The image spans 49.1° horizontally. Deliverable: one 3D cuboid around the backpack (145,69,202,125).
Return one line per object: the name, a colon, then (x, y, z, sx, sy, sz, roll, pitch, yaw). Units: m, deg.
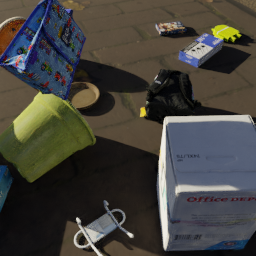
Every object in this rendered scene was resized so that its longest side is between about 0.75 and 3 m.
backpack: (1.288, -0.971, 8.671, 1.617, 1.227, 1.938, 15, 44, -2)

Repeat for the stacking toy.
stacking toy: (-3.728, -2.862, 10.798, 2.493, 1.822, 1.822, 43, 58, 13)

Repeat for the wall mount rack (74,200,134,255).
wall mount rack: (-0.533, 2.294, 6.256, 1.314, 0.490, 1.142, -28, 52, -24)

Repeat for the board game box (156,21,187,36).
board game box: (2.031, -4.728, 13.281, 1.263, 0.219, 0.856, -9, 46, -9)

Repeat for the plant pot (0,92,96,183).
plant pot: (-2.269, 0.282, 7.355, 2.124, 2.124, 1.952, 34, 66, 29)

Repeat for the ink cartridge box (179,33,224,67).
ink cartridge box: (3.082, -3.291, 11.730, 0.929, 0.437, 1.976, 33, 54, 27)

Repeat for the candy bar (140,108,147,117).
candy bar: (1.278, -0.446, 9.139, 1.768, 0.196, 0.441, 6, 44, 5)

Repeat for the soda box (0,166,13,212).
soda box: (-3.401, 1.793, 6.673, 0.623, 0.590, 1.837, 2, 45, 2)

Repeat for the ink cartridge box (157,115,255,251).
ink cartridge box: (1.643, 1.214, 5.908, 1.814, 2.473, 1.806, -1, 46, -1)

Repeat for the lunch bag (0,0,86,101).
lunch bag: (-1.358, -1.450, 4.984, 0.715, 1.144, 1.519, 17, 79, 28)

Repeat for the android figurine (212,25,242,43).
android figurine: (4.494, -4.342, 12.868, 1.238, 0.279, 1.360, -33, 55, -27)

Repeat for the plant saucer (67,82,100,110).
plant saucer: (-1.703, -1.106, 9.765, 1.432, 0.211, 1.432, 0, 45, 0)
